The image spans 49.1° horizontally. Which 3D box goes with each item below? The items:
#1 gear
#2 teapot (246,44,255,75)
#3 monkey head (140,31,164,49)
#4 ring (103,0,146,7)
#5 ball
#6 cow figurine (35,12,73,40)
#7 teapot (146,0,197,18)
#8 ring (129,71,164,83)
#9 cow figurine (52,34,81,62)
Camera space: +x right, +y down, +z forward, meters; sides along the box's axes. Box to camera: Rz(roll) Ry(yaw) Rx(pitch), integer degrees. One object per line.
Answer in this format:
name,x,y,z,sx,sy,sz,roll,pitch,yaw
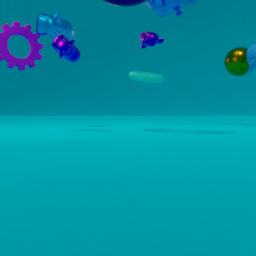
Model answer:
gear,-3.351,-2.506,8.629,1.414,1.414,0.262,-2,8,-34
teapot,4.119,-2.194,8.796,0.844,0.665,1.358,32,62,26
monkey head,0.891,-3.649,11.857,1.215,0.874,0.732,-16,49,-34
ring,-0.168,-3.385,5.607,2.003,0.401,2.003,11,-33,7
ball,4.170,-2.479,10.488,1.079,1.079,1.079,0,3,0
cow figurine,-2.346,-3.283,9.182,1.652,0.921,1.678,23,19,36
teapot,0.881,-2.526,5.406,1.538,0.753,0.956,-33,11,-40
ring,0.788,-2.190,12.043,1.512,0.302,1.512,7,16,-2
cow figurine,-1.348,-1.751,6.274,0.877,0.489,0.891,43,5,40
